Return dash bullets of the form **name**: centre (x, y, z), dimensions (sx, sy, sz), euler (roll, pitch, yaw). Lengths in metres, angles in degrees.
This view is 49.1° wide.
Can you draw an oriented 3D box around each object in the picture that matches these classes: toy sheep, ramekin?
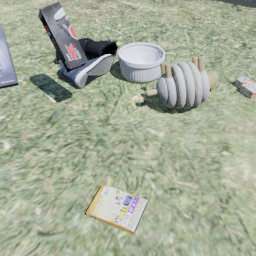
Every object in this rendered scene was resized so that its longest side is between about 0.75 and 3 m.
- **toy sheep**: centre (2.013, -1.617, 10.533), dimensions (2.809, 1.937, 1.937), euler (-10, 43, -1)
- **ramekin**: centre (0.595, -2.875, 12.498), dimensions (2.045, 1.073, 2.045), euler (0, 42, 0)

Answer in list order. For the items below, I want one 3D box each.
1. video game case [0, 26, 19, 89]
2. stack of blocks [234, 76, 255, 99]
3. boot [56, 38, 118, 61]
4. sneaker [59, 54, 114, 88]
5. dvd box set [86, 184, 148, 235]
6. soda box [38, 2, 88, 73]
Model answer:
- **video game case**: centre (-6.121, -2.973, 12.067), dimensions (2.050, 0.272, 2.870), euler (-16, 80, -17)
- **stack of blocks**: centre (5.026, -1.717, 11.768), dimensions (0.647, 0.329, 1.124), euler (-19, 46, -20)
- **boot**: centre (-1.884, -3.697, 13.402), dimensions (2.066, 0.933, 2.522), euler (21, 39, 33)
- **sneaker**: centre (-1.940, -2.897, 12.627), dimensions (1.752, 0.922, 2.425), euler (31, 52, 26)
- **dvd box set**: centre (-0.283, 2.163, 7.574), dimensions (1.389, 0.204, 1.016), euler (16, 44, 16)
- **soda box**: centre (-2.194, -3.051, 9.513), dimensions (0.761, 2.152, 0.681), euler (-29, 8, -18)
